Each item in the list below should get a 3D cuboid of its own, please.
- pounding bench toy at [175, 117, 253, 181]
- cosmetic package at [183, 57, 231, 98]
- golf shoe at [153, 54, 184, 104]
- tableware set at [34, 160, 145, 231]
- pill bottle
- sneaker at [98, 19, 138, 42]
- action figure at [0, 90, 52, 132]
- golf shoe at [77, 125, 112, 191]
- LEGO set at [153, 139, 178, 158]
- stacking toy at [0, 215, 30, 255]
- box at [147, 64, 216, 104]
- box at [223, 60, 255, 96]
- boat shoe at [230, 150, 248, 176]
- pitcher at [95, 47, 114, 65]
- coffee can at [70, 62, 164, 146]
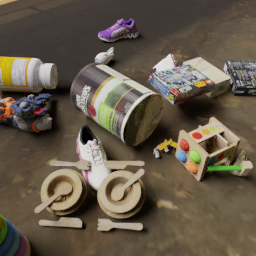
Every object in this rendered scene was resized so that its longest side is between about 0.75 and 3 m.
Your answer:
[{"bbox_3d":[2.579,0.894,8.600,1.521,1.212,1.950,-22,47,-21],"label":"pounding bench toy"},{"bbox_3d":[3.385,-2.258,12.307,1.038,0.733,2.004,-22,49,-22],"label":"cosmetic package"},{"bbox_3d":[1.761,-1.966,12.011,1.228,1.011,2.684,-23,47,22],"label":"golf shoe"},{"bbox_3d":[-1.010,1.720,7.645,2.954,0.592,1.953,0,63,5],"label":"tableware set"},{"bbox_3d":[-4.347,-2.224,11.768,2.545,1.413,1.413,3,43,3],"label":"pill bottle"},{"bbox_3d":[-0.544,-5.483,15.518,2.332,1.031,0.938,-16,47,-14],"label":"sneaker"},{"bbox_3d":[-3.943,-0.584,10.487,2.615,1.414,2.703,19,20,10],"label":"action figure"},{"bbox_3d":[-1.100,0.930,8.674,0.847,1.074,2.332,-16,47,-20],"label":"golf shoe"},{"bbox_3d":[1.360,0.670,9.548,1.143,0.426,0.526,-11,79,-18],"label":"LEGO set"},{"bbox_3d":[-3.050,2.171,5.967,1.260,2.951,1.260,0,43,0],"label":"stacking toy"},{"bbox_3d":[2.013,-1.695,10.468,2.155,0.430,1.475,-20,52,-33],"label":"box"},{"bbox_3d":[5.387,-2.256,12.471,1.775,0.482,2.216,1,43,1],"label":"box"},{"bbox_3d":[3.596,1.135,9.004,0.313,0.366,0.999,28,60,21],"label":"boat shoe"},{"bbox_3d":[-1.091,-3.464,13.530,0.586,0.830,0.967,45,55,11],"label":"pitcher"},{"bbox_3d":[-0.413,-0.891,9.903,2.734,2.001,2.001,34,53,31],"label":"coffee can"}]
